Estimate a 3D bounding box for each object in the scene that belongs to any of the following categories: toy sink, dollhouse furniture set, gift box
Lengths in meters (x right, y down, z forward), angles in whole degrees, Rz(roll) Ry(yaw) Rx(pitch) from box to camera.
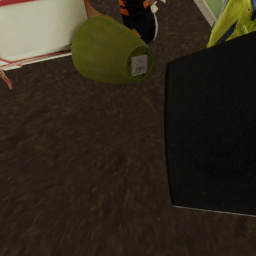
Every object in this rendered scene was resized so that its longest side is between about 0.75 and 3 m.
[{"bbox_3d":[3.162,-3.677,7.075,2.726,1.527,1.777,-33,67,26],"label":"toy sink"},{"bbox_3d":[0.404,-3.624,7.878,0.712,1.004,1.093,27,22,-38],"label":"dollhouse furniture set"},{"bbox_3d":[-2.300,-2.449,6.068,2.699,2.890,2.667,-13,6,-7],"label":"gift box"}]

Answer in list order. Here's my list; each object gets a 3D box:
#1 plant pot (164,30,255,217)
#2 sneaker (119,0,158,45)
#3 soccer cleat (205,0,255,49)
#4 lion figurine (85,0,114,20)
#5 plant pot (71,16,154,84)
[{"bbox_3d":[1.747,-0.269,3.735,2.191,1.943,2.186,-24,10,-41],"label":"plant pot"},{"bbox_3d":[0.055,-3.332,7.111,0.871,1.121,2.492,-14,82,22],"label":"sneaker"},{"bbox_3d":[2.089,-1.705,4.901,0.955,2.954,1.235,-11,37,-12],"label":"soccer cleat"},{"bbox_3d":[-1.127,-3.143,8.029,2.721,0.986,1.666,41,69,-1],"label":"lion figurine"},{"bbox_3d":[-0.174,-1.344,5.241,1.273,1.273,1.360,-29,39,-25],"label":"plant pot"}]
